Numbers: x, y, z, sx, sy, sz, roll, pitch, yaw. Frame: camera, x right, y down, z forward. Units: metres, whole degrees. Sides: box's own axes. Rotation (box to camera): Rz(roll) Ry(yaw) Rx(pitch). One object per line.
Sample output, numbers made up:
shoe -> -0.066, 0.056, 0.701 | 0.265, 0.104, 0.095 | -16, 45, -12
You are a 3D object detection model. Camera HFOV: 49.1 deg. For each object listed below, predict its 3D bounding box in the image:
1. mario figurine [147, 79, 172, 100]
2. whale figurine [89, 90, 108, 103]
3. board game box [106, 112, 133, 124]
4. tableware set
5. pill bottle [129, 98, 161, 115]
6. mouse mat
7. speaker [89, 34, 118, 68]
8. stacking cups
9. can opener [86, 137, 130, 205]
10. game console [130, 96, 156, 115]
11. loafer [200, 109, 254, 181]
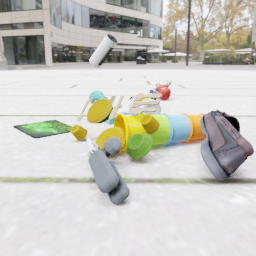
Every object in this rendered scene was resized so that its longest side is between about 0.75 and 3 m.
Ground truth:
mario figurine -> 1.594, -2.026, 14.443 | 0.990, 1.153, 1.867 | 10, 8, -13
whale figurine -> -1.339, -1.429, 13.030 | 0.924, 0.603, 1.161 | -9, 18, -31
board game box -> -0.334, -0.347, 9.569 | 0.992, 0.223, 0.755 | -8, 16, -27
tableware set -> -0.364, -0.012, 6.690 | 2.562, 0.393, 1.726 | 0, 56, 37
pill bottle -> 0.542, -0.731, 9.998 | 0.752, 0.752, 1.354 | -6, 16, -23
mouse mat -> -2.530, -0.005, 8.593 | 1.446, 0.068, 1.797 | -12, 18, -39
speaker -> -0.736, -2.301, 8.369 | 0.407, 1.002, 0.407 | 30, 34, -22
stacking cups -> 1.153, 0.076, 7.034 | 2.961, 0.896, 0.896 | -1, 13, -23
can opener -> -0.375, 0.578, 4.995 | 0.695, 0.551, 2.092 | -41, 21, 2
game console -> 0.628, -0.872, 10.887 | 1.071, 0.923, 0.635 | -1, -12, -5
loafer -> 2.055, 0.163, 5.760 | 0.835, 0.953, 2.651 | -36, 7, 25
